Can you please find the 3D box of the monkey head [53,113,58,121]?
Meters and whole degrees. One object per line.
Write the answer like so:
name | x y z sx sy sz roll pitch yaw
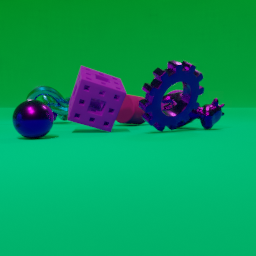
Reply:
monkey head | -2.960 -0.515 10.205 1.029 0.740 0.620 -35 33 -14

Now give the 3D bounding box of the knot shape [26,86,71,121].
knot shape | -2.738 -0.863 10.631 2.037 0.941 1.906 8 -9 -11

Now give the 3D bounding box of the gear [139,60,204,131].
gear | 1.077 -0.749 6.769 1.722 1.722 0.319 -3 31 -34

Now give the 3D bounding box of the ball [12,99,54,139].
ball | -1.912 -0.175 5.668 0.801 0.801 0.801 0 5 0

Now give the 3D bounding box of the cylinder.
cylinder | 0.117 -0.616 9.473 0.970 0.970 0.970 4 1 38

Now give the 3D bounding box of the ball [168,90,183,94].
ball | 1.959 -0.877 11.028 1.232 1.232 1.232 0 5 0

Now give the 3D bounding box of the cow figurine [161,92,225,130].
cow figurine | 1.859 -0.556 8.054 1.528 0.852 1.553 -18 43 -2

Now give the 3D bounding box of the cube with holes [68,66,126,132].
cube with holes | -0.812 -0.743 7.044 1.091 1.091 1.091 16 24 -17

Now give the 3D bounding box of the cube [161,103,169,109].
cube | 1.353 -0.576 9.790 0.782 0.782 0.782 -5 5 39
